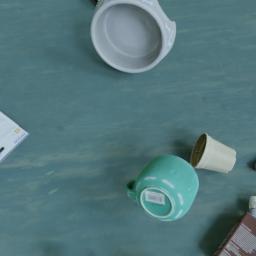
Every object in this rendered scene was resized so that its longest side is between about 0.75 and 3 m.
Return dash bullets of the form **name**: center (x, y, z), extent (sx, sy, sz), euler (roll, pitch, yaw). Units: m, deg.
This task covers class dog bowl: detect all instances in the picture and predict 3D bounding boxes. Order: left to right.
- **dog bowl**: center (0.085, -3.209, 9.565), extent (2.988, 2.988, 0.876), euler (14, 46, 8)

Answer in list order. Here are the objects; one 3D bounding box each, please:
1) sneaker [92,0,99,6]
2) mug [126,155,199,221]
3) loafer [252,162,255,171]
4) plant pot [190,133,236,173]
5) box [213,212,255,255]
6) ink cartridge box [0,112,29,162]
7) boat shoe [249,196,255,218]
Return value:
- **sneaker**: center (-1.264, -6.047, 12.622), extent (0.851, 0.558, 1.474), euler (-24, 63, -15)
- **mug**: center (0.836, 1.683, 7.240), extent (1.507, 1.834, 1.134), euler (44, 35, 4)
- **loafer**: center (4.464, 1.070, 8.864), extent (1.093, 0.384, 0.371), euler (-18, 63, -9)
- **plant pot**: center (2.659, 0.868, 8.649), extent (1.070, 1.168, 1.168), euler (20, 63, -2)
- **box**: center (3.066, 3.205, 7.599), extent (0.823, 0.616, 1.644), euler (40, 70, 19)
- **ink cartridge box**: center (-4.780, 0.470, 9.135), extent (2.311, 0.500, 2.269), euler (34, 67, 15)
- **boat shoe**: center (4.534, 2.309, 8.051), extent (2.030, 0.720, 0.709), euler (5, 64, 10)
